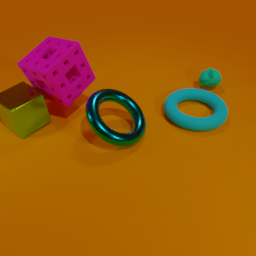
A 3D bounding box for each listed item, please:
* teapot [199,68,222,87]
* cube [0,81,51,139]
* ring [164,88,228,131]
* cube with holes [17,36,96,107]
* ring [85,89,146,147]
[{"bbox_3d":[2.969,-1.851,10.154,0.804,0.633,1.293,3,-5,7],"label":"teapot"},{"bbox_3d":[-3.126,-0.551,8.322,1.071,1.071,1.071,30,52,31],"label":"cube"},{"bbox_3d":[2.160,-0.637,8.975,2.008,0.402,2.008,1,41,-1],"label":"ring"},{"bbox_3d":[-2.112,-1.717,8.478,1.367,1.367,1.367,21,61,33],"label":"cube with holes"},{"bbox_3d":[-0.317,-0.327,8.007,1.902,0.380,1.902,18,50,-23],"label":"ring"}]
